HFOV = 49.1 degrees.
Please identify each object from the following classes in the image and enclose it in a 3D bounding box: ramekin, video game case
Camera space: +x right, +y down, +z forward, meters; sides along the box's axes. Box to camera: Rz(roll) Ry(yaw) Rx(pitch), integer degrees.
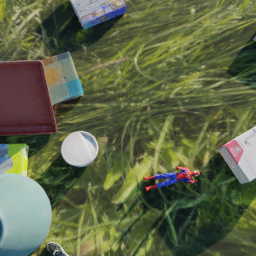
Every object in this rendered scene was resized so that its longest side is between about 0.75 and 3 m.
[{"bbox_3d":[-1.752,0.833,10.387,1.335,0.622,1.335,0,70,0],"label":"ramekin"},{"bbox_3d":[-1.398,-5.548,12.307,2.075,0.472,1.881,-25,76,-7],"label":"video game case"}]

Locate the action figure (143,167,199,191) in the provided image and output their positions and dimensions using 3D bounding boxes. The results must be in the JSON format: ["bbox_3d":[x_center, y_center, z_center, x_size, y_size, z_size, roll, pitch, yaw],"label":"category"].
[{"bbox_3d":[1.628,1.777,10.004,2.043,1.011,0.667,-10,75,-6],"label":"action figure"}]

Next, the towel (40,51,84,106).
[{"bbox_3d":[-2.825,-1.994,11.449,1.567,0.232,2.137,-19,74,-5],"label":"towel"}]

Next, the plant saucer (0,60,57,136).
[{"bbox_3d":[-4.251,-1.078,10.188,2.964,2.959,0.544,-3,34,-1],"label":"plant saucer"}]

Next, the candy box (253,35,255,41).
[{"bbox_3d":[6.306,-3.851,11.820,1.597,0.487,1.089,35,77,9],"label":"candy box"}]

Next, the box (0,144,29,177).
[{"bbox_3d":[-4.839,1.249,10.381,2.102,0.501,1.282,-2,73,-1],"label":"box"}]

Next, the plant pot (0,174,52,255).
[{"bbox_3d":[-4.165,2.985,8.863,2.964,1.996,2.964,0,84,0],"label":"plant pot"}]

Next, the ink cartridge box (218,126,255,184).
[{"bbox_3d":[4.686,0.841,10.293,2.091,0.865,1.532,-30,76,-8],"label":"ink cartridge box"}]

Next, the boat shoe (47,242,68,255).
[{"bbox_3d":[-2.374,4.316,9.596,1.061,0.320,0.401,33,77,9],"label":"boat shoe"}]
